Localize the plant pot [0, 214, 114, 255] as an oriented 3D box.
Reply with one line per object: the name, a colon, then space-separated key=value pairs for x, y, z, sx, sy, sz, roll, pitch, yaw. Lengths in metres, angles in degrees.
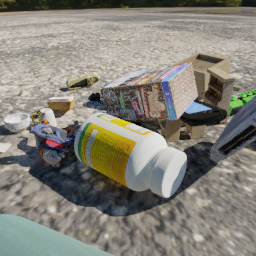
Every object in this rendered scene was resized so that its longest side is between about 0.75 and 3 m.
plant pot: x=-1.028 y=2.544 z=3.219 sx=2.938 sy=3.000 sz=3.000 roll=12 pitch=30 yaw=35

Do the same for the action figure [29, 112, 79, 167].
action figure: x=-2.163 y=0.466 z=9.198 sx=2.216 sy=1.159 sz=2.144 roll=25 pitch=30 yaw=-17

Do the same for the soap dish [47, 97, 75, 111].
soap dish: x=-2.785 y=-1.040 z=11.822 sx=0.979 sy=0.506 sz=1.245 roll=-2 pitch=9 yaw=-3

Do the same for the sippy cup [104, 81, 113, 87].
sippy cup: x=-0.373 y=-1.605 z=12.510 sx=1.274 sy=1.365 sz=1.738 roll=-7 pitch=3 yaw=9

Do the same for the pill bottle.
pill bottle: x=0.050 y=0.720 z=7.659 sx=2.886 sy=1.627 sz=1.627 roll=21 pitch=35 yaw=34

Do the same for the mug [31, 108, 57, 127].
mug: x=-3.182 y=-0.357 z=10.659 sx=0.848 sy=0.696 sz=0.679 roll=-15 pitch=32 yaw=-25

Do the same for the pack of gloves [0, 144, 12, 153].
pack of gloves: x=-4.834 y=0.693 z=9.130 sx=1.515 sy=0.299 sz=1.273 roll=5 pitch=30 yaw=9

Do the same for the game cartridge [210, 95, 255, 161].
game cartridge: x=3.521 y=-0.277 z=7.967 sx=0.602 sy=2.946 sz=1.961 roll=35 pitch=64 yaw=6

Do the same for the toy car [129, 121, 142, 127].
toy car: x=0.786 y=-0.286 z=10.205 sx=2.283 sy=1.120 sz=0.760 roll=-24 pitch=-10 yaw=-13

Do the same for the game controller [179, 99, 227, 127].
game controller: x=2.007 y=-0.592 z=9.047 sx=1.327 sy=0.536 sz=2.545 roll=-3 pitch=16 yaw=-16

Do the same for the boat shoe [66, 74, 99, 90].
boat shoe: x=-2.297 y=-2.347 z=14.496 sx=1.752 sy=0.639 sz=0.551 roll=-12 pitch=40 yaw=-18

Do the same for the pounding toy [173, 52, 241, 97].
pounding toy: x=3.998 y=-2.552 z=14.073 sx=2.519 sy=1.791 sz=2.319 roll=-30 pitch=38 yaw=-27

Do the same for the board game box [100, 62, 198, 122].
board game box: x=0.717 y=-1.141 z=9.093 sx=2.446 sy=1.184 sz=1.950 roll=-1 pitch=26 yaw=34

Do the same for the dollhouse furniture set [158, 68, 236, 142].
dollhouse furniture set: x=2.315 y=-1.091 z=10.720 sx=2.939 sy=1.913 sz=2.700 roll=-6 pitch=29 yaw=-12

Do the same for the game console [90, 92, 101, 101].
game console: x=-1.171 y=-1.526 z=13.419 sx=1.275 sy=0.154 sz=0.752 roll=-5 pitch=29 yaw=-6

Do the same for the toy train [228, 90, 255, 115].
toy train: x=5.235 y=-1.164 z=12.317 sx=2.963 sy=0.618 sz=0.836 roll=-16 pitch=42 yaw=-27

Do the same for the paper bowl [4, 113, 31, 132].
paper bowl: x=-4.151 y=-0.176 z=10.543 sx=0.921 sy=0.479 sz=0.921 roll=0 pitch=28 yaw=0
